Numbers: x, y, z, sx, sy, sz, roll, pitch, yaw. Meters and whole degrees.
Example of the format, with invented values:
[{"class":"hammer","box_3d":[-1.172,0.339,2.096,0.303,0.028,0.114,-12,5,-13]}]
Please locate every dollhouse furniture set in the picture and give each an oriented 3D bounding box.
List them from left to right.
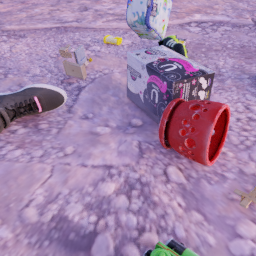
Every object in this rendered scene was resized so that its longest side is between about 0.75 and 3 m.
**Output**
[{"class":"dollhouse furniture set","box_3d":[-1.746,-2.682,10.610,0.855,1.238,1.311,18,50,23]}]

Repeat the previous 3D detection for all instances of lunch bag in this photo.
[{"class":"lunch bag","box_3d":[0.727,-3.850,8.721,0.957,1.865,2.320,12,6,17]}]

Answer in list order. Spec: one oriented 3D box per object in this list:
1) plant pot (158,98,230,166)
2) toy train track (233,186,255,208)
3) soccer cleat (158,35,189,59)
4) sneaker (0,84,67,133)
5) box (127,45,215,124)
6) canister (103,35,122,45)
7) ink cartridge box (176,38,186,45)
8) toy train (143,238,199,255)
[{"class":"plant pot","box_3d":[1.539,-0.003,6.604,1.330,1.461,1.461,20,40,31]},{"class":"toy train track","box_3d":[2.599,1.374,5.762,0.639,0.181,1.114,23,35,40]},{"class":"soccer cleat","box_3d":[1.928,-3.313,12.049,0.985,0.821,2.431,-19,35,4]},{"class":"sneaker","box_3d":[-3.083,-0.449,7.748,2.731,0.966,1.354,-6,37,0]},{"class":"box","box_3d":[1.082,-1.261,8.235,1.405,1.619,2.450,-18,39,-24]},{"class":"canister","box_3d":[-0.739,-4.304,13.729,0.776,0.336,0.576,17,38,20]},{"class":"ink cartridge box","box_3d":[2.204,-4.118,13.548,1.084,0.255,1.072,12,37,13]},{"class":"toy train","box_3d":[1.503,2.488,3.816,2.935,0.612,0.828,27,33,33]}]
